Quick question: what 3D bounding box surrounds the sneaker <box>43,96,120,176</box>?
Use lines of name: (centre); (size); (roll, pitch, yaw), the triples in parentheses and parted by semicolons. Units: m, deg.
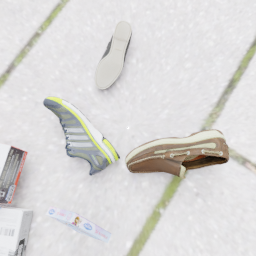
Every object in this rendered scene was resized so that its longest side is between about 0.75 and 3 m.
sneaker: (-1.320, 0.190, 7.053); (2.423, 0.895, 0.981); (45, 78, 1)

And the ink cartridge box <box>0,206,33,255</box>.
ink cartridge box: (-3.127, 2.923, 6.664); (1.175, 0.677, 2.028); (7, 76, 4)

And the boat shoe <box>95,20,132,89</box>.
boat shoe: (-0.383, -1.999, 7.894); (0.672, 0.572, 2.009); (21, 90, -5)

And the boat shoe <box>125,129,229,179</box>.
boat shoe: (1.164, 0.764, 6.773); (2.541, 0.938, 0.940); (-17, 49, 11)

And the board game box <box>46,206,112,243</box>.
board game box: (-1.085, 2.096, 6.104); (1.097, 1.094, 0.226); (43, 59, -30)

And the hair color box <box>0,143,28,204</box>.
hair color box: (-3.858, 0.896, 6.848); (2.432, 0.778, 1.349); (11, 77, 18)
